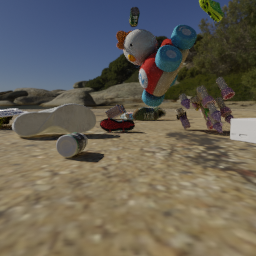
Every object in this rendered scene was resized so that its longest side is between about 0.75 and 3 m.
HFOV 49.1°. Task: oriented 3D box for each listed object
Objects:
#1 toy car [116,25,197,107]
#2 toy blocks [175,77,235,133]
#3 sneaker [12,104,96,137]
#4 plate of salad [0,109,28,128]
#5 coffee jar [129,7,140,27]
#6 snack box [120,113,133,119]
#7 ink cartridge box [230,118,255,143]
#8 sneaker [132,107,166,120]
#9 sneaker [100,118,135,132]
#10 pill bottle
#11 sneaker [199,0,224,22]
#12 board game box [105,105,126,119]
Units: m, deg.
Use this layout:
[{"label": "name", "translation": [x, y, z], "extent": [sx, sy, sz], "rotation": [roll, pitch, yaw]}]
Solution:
[{"label": "toy car", "translation": [0.681, -2.871, 11.169], "extent": [2.970, 2.627, 2.738], "rotation": [30, -30, 7]}, {"label": "toy blocks", "translation": [2.871, -0.419, 10.002], "extent": [1.964, 1.653, 1.835], "rotation": [-23, -28, 6]}, {"label": "sneaker", "translation": [-2.406, -0.230, 9.206], "extent": [2.643, 0.995, 1.169], "rotation": [-5, -1, -27]}, {"label": "plate of salad", "translation": [-5.867, -0.406, 12.224], "extent": [2.937, 0.705, 2.937], "rotation": [-5, 8, 1]}, {"label": "coffee jar", "translation": [0.245, -4.337, 11.000], "extent": [0.340, 0.416, 0.797], "rotation": [-12, -13, -8]}, {"label": "snack box", "translation": [0.402, -0.805, 18.459], "extent": [1.240, 0.396, 2.134], "rotation": [-2, 5, -22]}, {"label": "ink cartridge box", "translation": [3.701, 0.043, 7.645], "extent": [1.431, 0.614, 1.048], "rotation": [-1, 5, -24]}, {"label": "sneaker", "translation": [1.398, -0.859, 16.983], "extent": [2.227, 0.747, 1.000], "rotation": [-14, 26, -40]}, {"label": "sneaker", "translation": [-0.379, -0.039, 10.111], "extent": [1.266, 0.502, 0.604], "rotation": [5, -11, 4]}, {"label": "pill bottle", "translation": [-1.085, 0.316, 5.575], "extent": [0.427, 0.427, 0.755], "rotation": [1, 4, 9]}, {"label": "sneaker", "translation": [2.313, -3.375, 7.779], "extent": [0.378, 0.904, 0.335], "rotation": [-48, 13, -27]}, {"label": "board game box", "translation": [-0.755, -1.011, 17.778], "extent": [0.931, 0.566, 1.168], "rotation": [-28, -3, 17]}]
